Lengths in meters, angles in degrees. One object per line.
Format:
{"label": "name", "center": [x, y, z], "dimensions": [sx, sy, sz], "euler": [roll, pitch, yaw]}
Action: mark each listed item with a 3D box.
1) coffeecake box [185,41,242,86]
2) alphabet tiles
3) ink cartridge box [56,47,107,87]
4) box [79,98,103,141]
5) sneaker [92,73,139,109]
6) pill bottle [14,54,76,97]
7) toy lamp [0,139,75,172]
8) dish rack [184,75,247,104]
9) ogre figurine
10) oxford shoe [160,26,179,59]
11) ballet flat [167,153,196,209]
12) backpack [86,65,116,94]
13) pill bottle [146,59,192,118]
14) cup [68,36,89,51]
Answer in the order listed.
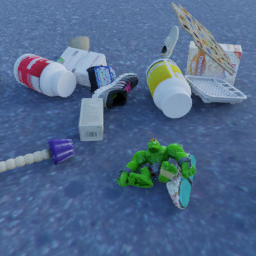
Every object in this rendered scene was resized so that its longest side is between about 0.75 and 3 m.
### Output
{"label": "coffeecake box", "center": [3.969, -3.029, 13.253], "dimensions": [2.294, 1.761, 0.838], "euler": [8, 39, 10]}
{"label": "alphabet tiles", "center": [2.158, -2.508, 7.904], "dimensions": [2.470, 0.078, 2.055], "euler": [25, 41, -34]}
{"label": "ink cartridge box", "center": [-2.295, -2.952, 13.572], "dimensions": [2.130, 0.898, 1.556], "euler": [17, 59, 20]}
{"label": "box", "center": [-1.370, -0.368, 10.674], "dimensions": [0.871, 0.713, 1.834], "euler": [-2, 38, -2]}
{"label": "sneaker", "center": [-0.287, -1.520, 12.051], "dimensions": [1.100, 0.928, 2.516], "euler": [33, 50, 30]}
{"label": "pill bottle", "center": [-3.687, -2.307, 12.544], "dimensions": [2.681, 1.505, 1.505], "euler": [23, 43, 27]}
{"label": "toy lamp", "center": [-3.206, 0.984, 8.847], "dimensions": [3.000, 0.873, 0.873], "euler": [-14, 40, -18]}
{"label": "dish rack", "center": [3.672, -1.603, 12.079], "dimensions": [2.335, 0.508, 2.004], "euler": [0, 35, -27]}
{"label": "ogre figurine", "center": [0.831, 1.088, 8.493], "dimensions": [2.293, 1.125, 1.375], "euler": [-33, 22, 28]}
{"label": "oxford shoe", "center": [1.805, -3.761, 12.220], "dimensions": [0.422, 1.461, 0.549], "euler": [15, 9, -32]}
{"label": "ballet flat", "center": [1.537, 1.580, 8.319], "dimensions": [0.685, 0.811, 2.144], "euler": [-16, 24, 31]}
{"label": "backpack", "center": [-1.047, -2.224, 12.554], "dimensions": [0.907, 1.231, 1.349], "euler": [-1, 12, 44]}
{"label": "pill bottle", "center": [1.699, -1.654, 11.668], "dimensions": [1.535, 1.535, 2.729], "euler": [-4, 38, -5]}
{"label": "cup", "center": [-2.681, -4.544, 15.814], "dimensions": [1.179, 0.843, 1.179], "euler": [-15, 0, 0]}
